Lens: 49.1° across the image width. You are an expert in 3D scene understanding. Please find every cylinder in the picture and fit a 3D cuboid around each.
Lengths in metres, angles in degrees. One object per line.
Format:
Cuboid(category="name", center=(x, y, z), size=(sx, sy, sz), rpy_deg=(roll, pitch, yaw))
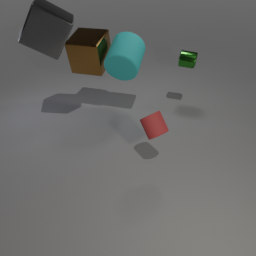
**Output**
Cuboid(category="cylinder", center=(-0.117, -2.894, 11.345), size=(1.400, 1.400, 1.400), rpy_deg=(9, 58, 13))
Cuboid(category="cylinder", center=(2.591, -2.952, 12.075), size=(0.700, 0.700, 0.700), rpy_deg=(13, 34, 14))
Cuboid(category="cylinder", center=(0.822, -0.089, 8.790), size=(0.700, 0.700, 0.700), rpy_deg=(-25, 0, 0))

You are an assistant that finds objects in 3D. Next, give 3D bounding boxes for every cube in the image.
Cuboid(category="cube", center=(-1.587, -3.183, 11.664), size=(1.400, 1.400, 1.400), rpy_deg=(9, 47, 15))
Cuboid(category="cube", center=(-2.811, -3.488, 9.781), size=(1.400, 1.400, 1.400), rpy_deg=(22, 27, -22))
